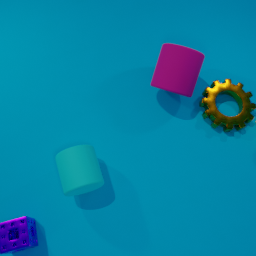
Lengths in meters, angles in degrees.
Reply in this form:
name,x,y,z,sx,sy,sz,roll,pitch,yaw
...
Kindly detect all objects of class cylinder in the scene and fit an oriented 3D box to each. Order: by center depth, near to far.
name,x,y,z,sx,sy,sz,roll,pitch,yaw
cylinder,-1.312,1.161,7.610,1.093,1.093,1.093,-17,70,-7
cylinder,1.495,-1.738,8.533,1.315,1.315,1.315,18,100,7

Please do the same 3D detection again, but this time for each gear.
name,x,y,z,sx,sy,sz,roll,pitch,yaw
gear,3.121,-0.718,8.796,1.683,0.311,1.683,1,72,-4

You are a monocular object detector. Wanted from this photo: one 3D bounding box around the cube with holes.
name,x,y,z,sx,sy,sz,roll,pitch,yaw
cube with holes,-2.809,2.753,7.194,0.721,0.721,0.721,-14,68,-6
